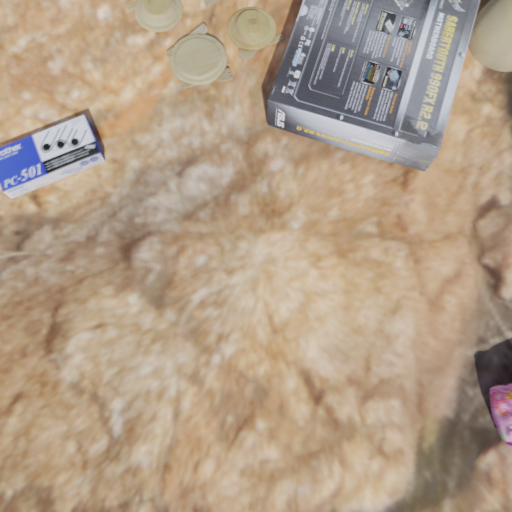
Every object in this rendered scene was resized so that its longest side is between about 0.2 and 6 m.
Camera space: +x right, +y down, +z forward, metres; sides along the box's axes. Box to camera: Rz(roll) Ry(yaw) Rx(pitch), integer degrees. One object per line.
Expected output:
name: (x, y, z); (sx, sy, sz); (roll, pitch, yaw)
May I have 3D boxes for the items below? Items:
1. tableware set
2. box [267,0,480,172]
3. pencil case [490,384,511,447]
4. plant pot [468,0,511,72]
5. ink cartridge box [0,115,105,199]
tableware set: (-0.827, -3.994, 9.370); (2.077, 0.288, 2.486); (-30, 78, -8)
box: (1.921, -3.325, 8.920); (2.671, 0.815, 3.373); (17, 77, 4)
pencil case: (4.292, 1.975, 7.627); (2.061, 0.901, 0.901); (-12, 77, -3)
plant pot: (4.122, -3.770, 8.799); (1.197, 1.278, 1.197); (0, 77, 1)
ink cartridge box: (-3.254, -1.544, 8.744); (1.568, 0.347, 0.737); (-24, 77, -5)
